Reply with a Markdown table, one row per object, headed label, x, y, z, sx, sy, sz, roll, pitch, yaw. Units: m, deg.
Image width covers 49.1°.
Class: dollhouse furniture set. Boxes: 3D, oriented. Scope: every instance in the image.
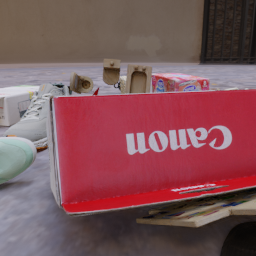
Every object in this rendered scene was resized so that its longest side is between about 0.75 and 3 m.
| label | x | y | z | sx | sy | sz | roll | pitch | yaw |
| --- | --- | --- | --- | --- | --- | --- | --- | --- | --- |
| dollhouse furniture set | -0.383 | -0.753 | 6.632 | 1.890 | 1.797 | 1.540 | 5 | 2 | -2 |

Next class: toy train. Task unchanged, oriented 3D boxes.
| label | x | y | z | sx | sy | sz | roll | pitch | yaw |
| --- | --- | --- | --- | --- | --- | --- | --- | --- | --- |
| toy train | -3.272 | -1.826 | 13.220 | 1.350 | 0.575 | 0.769 | 7 | 5 | 31 |

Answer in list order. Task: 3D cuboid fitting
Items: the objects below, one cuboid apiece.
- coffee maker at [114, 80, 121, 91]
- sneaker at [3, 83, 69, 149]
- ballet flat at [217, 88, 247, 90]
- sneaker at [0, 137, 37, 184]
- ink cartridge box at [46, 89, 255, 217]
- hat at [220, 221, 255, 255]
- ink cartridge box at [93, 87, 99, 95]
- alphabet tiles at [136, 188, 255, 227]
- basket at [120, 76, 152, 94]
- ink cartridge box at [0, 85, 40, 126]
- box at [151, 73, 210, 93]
| label | x | y | z | sx | sy | sz | roll | pitch | yaw |
| --- | --- | --- | --- | --- | --- | --- | --- | --- | --- |
| coffee maker | 0.211 | -1.881 | 12.930 | 1.238 | 0.868 | 1.289 | -24 | 27 | -32 |
| sneaker | -2.085 | -0.377 | 6.600 | 1.035 | 1.257 | 2.734 | 2 | 17 | 7 |
| ballet flat | 4.289 | -1.204 | 10.711 | 2.023 | 0.647 | 0.765 | 2 | 16 | 6 |
| sneaker | -2.189 | 0.688 | 3.740 | 1.959 | 0.721 | 1.155 | -16 | 14 | -18 |
| ink cartridge box | 0.409 | 0.185 | 3.489 | 2.662 | 1.116 | 2.337 | -5 | -5 | -18 |
| hat | 1.788 | 1.030 | 2.422 | 2.013 | 0.812 | 2.013 | -1 | 15 | 0 |
| ink cartridge box | -0.603 | -0.266 | 5.952 | 0.457 | 0.958 | 1.091 | 14 | 23 | 0 |
| alphabet tiles | 1.276 | 0.755 | 3.116 | 2.204 | 0.070 | 1.834 | -8 | -12 | -27 |
| basket | 0.282 | -1.479 | 10.888 | 1.023 | 1.125 | 1.659 | -6 | 16 | -6 |
| ink cartridge box | -3.570 | -0.700 | 8.460 | 1.507 | 0.866 | 2.573 | 8 | 17 | 25 |
| box | 1.717 | -1.275 | 9.962 | 1.268 | 1.169 | 2.470 | -4 | 16 | -14 |
